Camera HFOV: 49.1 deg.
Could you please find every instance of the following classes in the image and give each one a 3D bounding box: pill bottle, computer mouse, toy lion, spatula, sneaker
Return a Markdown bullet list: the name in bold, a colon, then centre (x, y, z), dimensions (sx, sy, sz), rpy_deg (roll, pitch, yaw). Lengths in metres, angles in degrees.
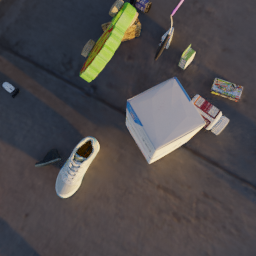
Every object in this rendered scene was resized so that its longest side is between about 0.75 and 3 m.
- **pill bottle**: centre (2.973, -0.490, 10.627), dimensions (1.536, 0.877, 0.877), rpy_deg (39, 79, 9)
- **computer mouse**: centre (-4.751, -1.582, 11.264), dimensions (0.799, 0.175, 0.438), rpy_deg (36, 80, 8)
- **toy lion**: centre (-0.619, -2.643, 8.584), dimensions (0.883, 2.465, 2.571), rpy_deg (33, 105, -19)
- **spatula**: centre (1.194, -2.883, 8.136), dimensions (0.200, 0.551, 1.951), rpy_deg (22, 104, 1)
- **sneaker**: centre (-3.049, 1.132, 10.527), dimensions (0.951, 0.356, 0.505), rpy_deg (-17, 72, -14)
- **pill bottle**: centre (0.541, -5.352, 12.049), dimensions (0.872, 0.488, 0.488), rpy_deg (29, 78, 6)
- **sneaker**: centre (-1.899, 1.361, 10.115), dimensions (0.927, 0.979, 2.424), rpy_deg (27, 78, 5)
- **sneaker**: centre (1.630, -3.821, 11.743), dimensions (0.405, 0.384, 1.006), rpy_deg (19, 75, 14)

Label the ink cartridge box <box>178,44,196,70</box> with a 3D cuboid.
- **ink cartridge box**: centre (2.359, -2.806, 11.115), dimensions (0.313, 1.056, 0.548), rpy_deg (40, 79, 9)

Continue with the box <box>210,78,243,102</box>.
- **box**: centre (3.961, -1.534, 11.239), dimensions (1.143, 0.198, 0.629), rpy_deg (19, 77, 4)

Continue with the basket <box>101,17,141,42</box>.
- **basket**: centre (-0.306, -4.260, 11.492), dimensions (1.449, 1.034, 1.079), rpy_deg (-20, 78, -5)

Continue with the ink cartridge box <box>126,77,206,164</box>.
- **ink cartridge box**: centre (1.131, -0.145, 9.687), dimensions (1.821, 2.518, 1.854), rpy_deg (-28, 77, -9)
